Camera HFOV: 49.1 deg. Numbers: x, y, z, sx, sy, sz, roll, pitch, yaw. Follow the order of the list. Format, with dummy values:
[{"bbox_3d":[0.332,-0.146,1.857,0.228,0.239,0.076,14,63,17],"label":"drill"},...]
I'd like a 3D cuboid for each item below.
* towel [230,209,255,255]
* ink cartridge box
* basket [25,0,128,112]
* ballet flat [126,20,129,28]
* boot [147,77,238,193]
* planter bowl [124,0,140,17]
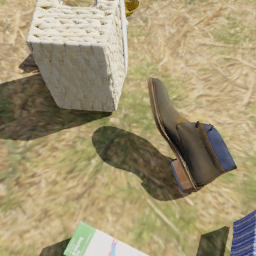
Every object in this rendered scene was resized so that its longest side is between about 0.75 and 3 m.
[{"bbox_3d":[2.194,2.310,5.408,0.158,0.958,1.323,21,56,4],"label":"towel"},{"bbox_3d":[-0.308,2.515,5.369,1.570,1.141,0.687,21,64,12],"label":"ink cartridge box"},{"bbox_3d":[-1.079,-1.813,7.051,1.938,2.859,1.763,4,63,5],"label":"basket"},{"bbox_3d":[-0.515,-3.067,8.252,0.790,0.790,2.274,8,28,5],"label":"ballet flat"},{"bbox_3d":[1.408,-0.025,6.375,1.340,1.033,2.766,-20,93,14],"label":"boot"},{"bbox_3d":[-0.090,-4.048,9.469,0.968,0.403,0.968,0,59,0],"label":"planter bowl"}]
